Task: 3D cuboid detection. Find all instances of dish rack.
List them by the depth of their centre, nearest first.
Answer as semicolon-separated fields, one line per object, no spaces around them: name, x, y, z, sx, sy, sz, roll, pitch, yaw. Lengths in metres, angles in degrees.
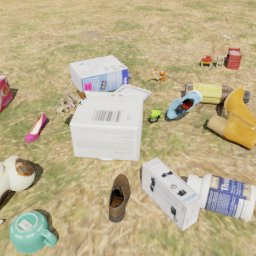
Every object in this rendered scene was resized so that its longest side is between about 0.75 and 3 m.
dish rack;0.195;-1.530;13.373;1.563;0.340;1.341;19;40;24

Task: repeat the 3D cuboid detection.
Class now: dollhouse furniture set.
dollhouse furniture set;5.412;-4.110;16.360;2.196;0.893;1.182;6;37;8

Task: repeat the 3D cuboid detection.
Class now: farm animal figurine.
farm animal figurine;-2.212;-0.984;10.293;1.268;0.638;1.024;-32;18;33

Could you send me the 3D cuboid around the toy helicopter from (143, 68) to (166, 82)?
toy helicopter;1.357;-2.793;14.983;1.277;0.504;0.845;-20;45;-8

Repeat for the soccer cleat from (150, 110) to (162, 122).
soccer cleat;1.145;-0.459;11.388;0.451;1.112;0.375;4;77;7

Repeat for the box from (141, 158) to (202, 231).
box;1.190;1.871;8.161;0.576;1.117;1.915;-23;41;-27

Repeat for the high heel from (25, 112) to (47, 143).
high heel;-3.661;-0.029;11.082;0.466;0.664;1.384;14;39;18

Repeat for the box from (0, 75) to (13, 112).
box;-6.353;-1.161;12.055;1.360;1.302;2.728;6;37;8

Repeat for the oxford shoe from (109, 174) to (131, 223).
oxford shoe;-0.237;1.929;8.434;0.613;0.712;1.688;0;35;4

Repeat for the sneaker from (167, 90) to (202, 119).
sneaker;2.064;-0.850;10.928;0.664;1.695;0.763;50;45;1

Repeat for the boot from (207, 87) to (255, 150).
boot;4.760;-0.391;11.321;2.090;1.027;2.919;29;55;26

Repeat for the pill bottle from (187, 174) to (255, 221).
pill bottle;2.630;1.933;8.138;1.849;1.026;1.026;12;38;17

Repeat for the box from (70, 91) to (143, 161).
box;-0.666;-0.140;10.481;2.359;1.550;2.372;3;36;5

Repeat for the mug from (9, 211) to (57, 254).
mug;-2.499;2.675;7.399;1.175;0.726;0.965;-7;37;-10

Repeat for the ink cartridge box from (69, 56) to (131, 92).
ink cartridge box;-1.263;-2.753;14.347;2.921;1.115;1.993;-18;40;-20

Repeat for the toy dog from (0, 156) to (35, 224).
toy dog;-3.817;1.600;8.283;2.134;1.489;2.069;-31;60;-35

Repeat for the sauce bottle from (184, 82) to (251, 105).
sauce bottle;4.083;-1.543;12.933;2.892;0.936;0.936;8;37;4
